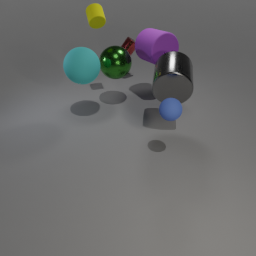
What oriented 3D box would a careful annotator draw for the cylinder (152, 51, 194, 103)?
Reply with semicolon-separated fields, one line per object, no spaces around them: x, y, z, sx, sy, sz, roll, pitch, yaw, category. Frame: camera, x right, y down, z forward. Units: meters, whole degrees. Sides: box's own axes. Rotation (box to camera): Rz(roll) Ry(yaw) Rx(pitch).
1.608;-1.781;10.007;1.400;1.400;1.400;4;45;7;cylinder

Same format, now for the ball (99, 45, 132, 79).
-0.539;-2.792;11.947;1.400;1.400;1.400;0;32;0;ball

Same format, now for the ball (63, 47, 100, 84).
-1.758;-2.374;10.713;1.400;1.400;1.400;0;32;0;ball

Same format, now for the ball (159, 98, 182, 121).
1.291;-0.561;8.475;0.700;0.700;0.700;0;32;0;ball

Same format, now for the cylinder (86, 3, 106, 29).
-1.311;-4.539;11.373;0.700;0.700;0.700;-10;68;-15;cylinder

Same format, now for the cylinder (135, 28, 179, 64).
1.223;-3.488;12.080;1.400;1.400;1.400;-17;32;-24;cylinder

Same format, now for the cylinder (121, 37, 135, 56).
0.068;-4.256;14.581;0.700;0.700;0.700;33;22;-15;cylinder
